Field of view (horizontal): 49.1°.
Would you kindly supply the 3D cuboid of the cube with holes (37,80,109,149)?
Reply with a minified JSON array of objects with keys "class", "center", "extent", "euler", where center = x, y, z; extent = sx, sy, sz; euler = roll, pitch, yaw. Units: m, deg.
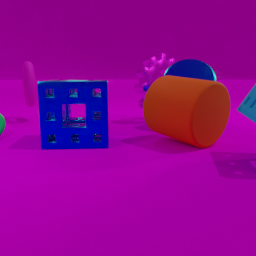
[{"class":"cube with holes","center":[-1.072,-0.352,5.960],"extent":[1.304,1.304,1.304],"euler":[-1,11,-4]}]

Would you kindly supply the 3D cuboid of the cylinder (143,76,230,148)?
[{"class":"cylinder","center":[1.205,-0.381,5.825],"extent":[1.300,1.300,1.300],"euler":[-9,19,-39]}]

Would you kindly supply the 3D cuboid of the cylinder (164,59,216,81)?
[{"class":"cylinder","center":[1.656,-0.943,7.636],"extent":[1.333,1.333,1.333],"euler":[2,-28,13]}]

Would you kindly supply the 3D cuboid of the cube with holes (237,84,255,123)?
[{"class":"cube with holes","center":[2.767,-0.385,4.249],"extent":[1.353,1.353,1.353],"euler":[33,15,3]}]

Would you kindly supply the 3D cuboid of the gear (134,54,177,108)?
[{"class":"gear","center":[1.061,-1.257,8.713],"extent":[1.993,1.993,0.369],"euler":[-9,6,-40]}]

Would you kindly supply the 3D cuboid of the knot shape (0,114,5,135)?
[{"class":"knot shape","center":[-3.326,-0.049,6.293],"extent":[1.082,0.534,1.156],"euler":[-1,17,-7]}]

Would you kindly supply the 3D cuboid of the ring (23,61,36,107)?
[{"class":"ring","center":[-3.066,-1.352,8.696],"extent":[0.281,1.406,1.406],"euler":[-6,12,-23]}]
